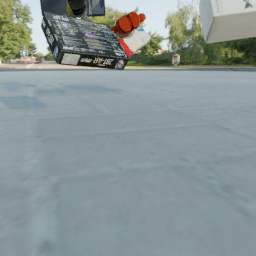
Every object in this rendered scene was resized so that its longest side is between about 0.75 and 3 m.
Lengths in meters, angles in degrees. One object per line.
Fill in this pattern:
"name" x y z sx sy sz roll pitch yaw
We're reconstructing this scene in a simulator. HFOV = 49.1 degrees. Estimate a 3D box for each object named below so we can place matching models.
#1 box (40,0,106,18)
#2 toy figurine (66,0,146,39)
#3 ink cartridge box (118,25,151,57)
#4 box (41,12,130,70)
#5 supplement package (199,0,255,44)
"box" -1.810 -4.075 9.100 1.626 0.846 1.480 23 35 40
"toy figurine" -0.436 -3.528 7.093 2.140 2.174 1.512 16 11 -10
"ink cartridge box" 0.106 -2.706 8.841 1.076 0.625 0.362 -40 3 -10
"box" -0.830 -1.678 5.474 1.453 0.316 1.164 -4 53 -37
"supplement package" 3.233 -3.372 7.799 2.203 1.288 1.292 -7 -15 3
